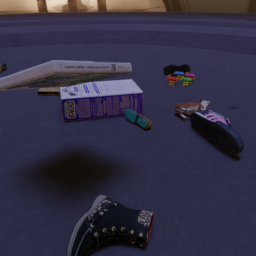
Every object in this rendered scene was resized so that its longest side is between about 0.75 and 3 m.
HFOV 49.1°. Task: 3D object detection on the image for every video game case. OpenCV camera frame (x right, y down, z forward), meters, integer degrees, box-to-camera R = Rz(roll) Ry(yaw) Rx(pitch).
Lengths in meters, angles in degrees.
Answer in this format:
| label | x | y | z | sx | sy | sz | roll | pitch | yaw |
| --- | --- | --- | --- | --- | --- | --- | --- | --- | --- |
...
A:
| label | x | y | z | sx | sy | sz | roll | pitch | yaw |
| --- | --- | --- | --- | --- | --- | --- | --- | --- | --- |
| video game case | -1.147 | -0.899 | 4.947 | 1.845 | 0.215 | 1.677 | -4 | 7 | 41 |

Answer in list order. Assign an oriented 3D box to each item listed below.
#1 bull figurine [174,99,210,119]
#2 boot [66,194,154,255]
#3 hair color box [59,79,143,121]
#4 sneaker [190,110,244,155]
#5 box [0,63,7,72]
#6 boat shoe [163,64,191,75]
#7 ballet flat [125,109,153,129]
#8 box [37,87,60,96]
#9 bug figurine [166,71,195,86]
| label | x | y | z | sx | sy | sz | roll | pitch | yaw |
| --- | --- | --- | --- | --- | --- | --- | --- | --- | --- |
| bull figurine | 2.000 | -0.568 | 8.417 | 1.190 | 0.388 | 0.723 | -7 | 28 | -14 |
| boot | -0.223 | 1.561 | 4.127 | 0.997 | 0.476 | 1.320 | 11 | 29 | 16 |
| hair color box | -0.862 | -0.903 | 8.666 | 2.410 | 0.781 | 1.317 | -5 | 28 | -14 |
| sneaker | 2.356 | -0.006 | 6.981 | 0.793 | 0.679 | 1.934 | -12 | 30 | -16 |
| box | -6.279 | -2.647 | 12.601 | 1.018 | 0.311 | 1.285 | 4 | 27 | 8 |
| boat shoe | 2.158 | -2.500 | 12.273 | 1.219 | 0.461 | 0.450 | 4 | -6 | 25 |
| ballet flat | 0.334 | -0.256 | 7.927 | 0.367 | 0.344 | 1.015 | 4 | 19 | -42 |
| box | -2.539 | -1.589 | 10.675 | 1.340 | 0.174 | 1.640 | 1 | 27 | 3 |
| bug figurine | 2.169 | -2.062 | 11.427 | 1.015 | 0.337 | 1.309 | 14 | 29 | 24 |
